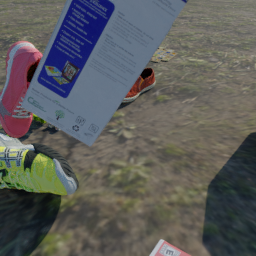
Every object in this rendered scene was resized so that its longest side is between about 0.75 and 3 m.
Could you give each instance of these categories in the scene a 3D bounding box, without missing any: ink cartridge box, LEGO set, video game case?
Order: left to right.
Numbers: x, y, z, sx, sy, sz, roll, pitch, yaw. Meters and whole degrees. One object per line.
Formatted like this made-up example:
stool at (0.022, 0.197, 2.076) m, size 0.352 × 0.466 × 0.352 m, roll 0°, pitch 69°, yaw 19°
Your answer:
LEGO set at (-2.547, -0.613, 8.560) m, size 1.780 × 0.679 × 0.730 m, roll 20°, pitch 38°, yaw 26°
ink cartridge box at (-0.379, -0.874, 3.421) m, size 1.129 × 2.269 × 0.445 m, roll 32°, pitch 32°, yaw -9°
video game case at (1.065, 2.733, 3.795) m, size 2.362 × 0.206 × 1.689 m, roll 21°, pitch 38°, yaw 28°

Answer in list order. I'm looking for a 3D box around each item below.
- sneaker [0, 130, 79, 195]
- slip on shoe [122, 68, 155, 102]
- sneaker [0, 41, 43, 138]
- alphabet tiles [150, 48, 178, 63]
sneaker at (-2.287, 0.944, 5.940) m, size 2.982 × 1.124 × 1.139 m, roll 11°, pitch 41°, yaw 33°
slip on shoe at (0.193, -1.554, 9.984) m, size 0.864 × 0.714 × 2.332 m, roll 25°, pitch 42°, yaw 31°
sneaker at (-1.739, -0.536, 4.616) m, size 0.620 × 1.682 × 0.729 m, roll -5°, pitch 27°, yaw -46°
alphabet tiles at (1.465, -3.611, 13.768) m, size 1.639 × 0.062 × 1.970 m, roll 17°, pitch 37°, yaw 25°
